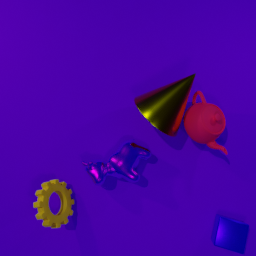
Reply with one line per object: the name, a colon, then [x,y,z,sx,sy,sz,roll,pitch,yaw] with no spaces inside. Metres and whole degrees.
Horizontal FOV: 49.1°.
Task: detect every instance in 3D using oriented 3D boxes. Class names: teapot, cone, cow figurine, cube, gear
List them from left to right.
gear: [-1.820,1.882,6.991,0.213,1.151,1.151,-15,80,30]
cow figurine: [-0.327,0.877,7.317,1.510,0.842,1.535,27,76,2]
cone: [1.166,-0.801,6.962,1.455,1.455,1.461,44,112,6]
teapot: [2.051,-0.110,7.208,1.100,0.866,1.769,-17,84,-29]
cube: [2.536,2.632,7.024,0.704,0.704,0.704,13,81,13]
